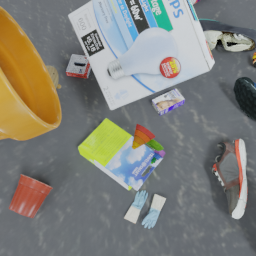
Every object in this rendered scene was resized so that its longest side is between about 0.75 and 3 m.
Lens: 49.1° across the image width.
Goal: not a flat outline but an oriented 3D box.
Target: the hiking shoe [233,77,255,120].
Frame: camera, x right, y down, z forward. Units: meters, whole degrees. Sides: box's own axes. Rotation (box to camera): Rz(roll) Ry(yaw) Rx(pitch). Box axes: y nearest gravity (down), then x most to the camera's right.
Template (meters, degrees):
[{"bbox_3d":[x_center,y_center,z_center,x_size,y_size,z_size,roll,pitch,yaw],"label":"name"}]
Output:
[{"bbox_3d":[4.301,-0.667,8.499,1.077,0.924,2.485,-35,77,-25],"label":"hiking shoe"}]

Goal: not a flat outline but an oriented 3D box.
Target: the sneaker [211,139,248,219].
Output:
[{"bbox_3d":[2.694,1.324,7.501,0.897,0.844,2.190,-2,54,25],"label":"sneaker"}]

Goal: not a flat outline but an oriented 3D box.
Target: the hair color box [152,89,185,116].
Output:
[{"bbox_3d":[1.267,-0.825,8.842,0.922,0.299,0.504,-27,65,-12],"label":"hair color box"}]

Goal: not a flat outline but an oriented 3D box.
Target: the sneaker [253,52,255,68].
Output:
[{"bbox_3d":[4.976,-2.374,9.595,1.357,0.474,0.610,3,64,4],"label":"sneaker"}]

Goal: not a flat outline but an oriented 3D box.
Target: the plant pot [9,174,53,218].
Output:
[{"bbox_3d":[-2.518,1.758,7.125,0.890,0.890,0.866,19,70,10],"label":"plant pot"}]

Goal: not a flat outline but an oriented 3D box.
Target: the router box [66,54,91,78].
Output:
[{"bbox_3d":[-1.653,-2.121,9.611,0.740,0.202,0.825,8,61,5],"label":"router box"}]

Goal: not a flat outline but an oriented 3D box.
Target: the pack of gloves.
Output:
[{"bbox_3d":[0.457,2.126,7.315,0.783,0.184,0.932,18,58,22],"label":"pack of gloves"}]

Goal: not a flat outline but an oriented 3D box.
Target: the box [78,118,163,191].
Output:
[{"bbox_3d":[-0.214,0.760,7.839,2.054,0.489,1.252,34,66,17],"label":"box"}]

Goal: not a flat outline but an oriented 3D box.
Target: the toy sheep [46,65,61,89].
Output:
[{"bbox_3d":[-3.035,-0.921,8.200,2.451,1.690,1.690,-43,68,0],"label":"toy sheep"}]

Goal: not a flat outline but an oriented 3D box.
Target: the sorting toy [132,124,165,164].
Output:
[{"bbox_3d":[0.378,0.405,5.511,0.443,1.277,0.440,30,78,35],"label":"sorting toy"}]

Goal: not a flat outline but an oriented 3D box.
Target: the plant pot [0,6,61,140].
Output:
[{"bbox_3d":[-3.043,-0.710,5.571,2.402,2.624,2.624,-24,63,4],"label":"plant pot"}]

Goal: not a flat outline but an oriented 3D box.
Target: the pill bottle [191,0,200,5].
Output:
[{"bbox_3d":[2.858,-5.719,11.095,1.976,1.111,1.111,-35,67,-18],"label":"pill bottle"}]

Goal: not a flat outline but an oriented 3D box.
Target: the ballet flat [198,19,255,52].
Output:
[{"bbox_3d":[3.299,-3.174,9.824,2.658,0.971,0.971,11,61,4],"label":"ballet flat"}]

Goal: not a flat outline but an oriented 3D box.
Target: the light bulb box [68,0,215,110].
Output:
[{"bbox_3d":[0.390,-2.000,6.417,2.402,1.499,2.381,-21,100,24],"label":"light bulb box"}]
